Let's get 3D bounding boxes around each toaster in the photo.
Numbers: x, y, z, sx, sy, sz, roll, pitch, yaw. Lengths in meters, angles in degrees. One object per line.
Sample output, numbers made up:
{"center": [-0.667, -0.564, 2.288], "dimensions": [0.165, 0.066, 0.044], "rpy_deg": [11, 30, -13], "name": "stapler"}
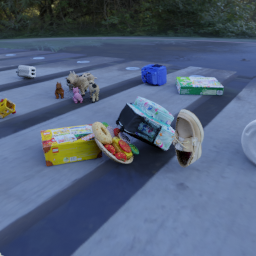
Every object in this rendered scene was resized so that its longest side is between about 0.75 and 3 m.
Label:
{"center": [-6.655, -3.705, 18.404], "dimensions": [0.894, 0.786, 1.384], "rpy_deg": [4, 8, 3], "name": "toaster"}

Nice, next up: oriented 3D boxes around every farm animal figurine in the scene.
{"center": [-2.445, -2.304, 14.502], "dimensions": [2.612, 1.362, 2.584], "rpy_deg": [6, 24, 15], "name": "farm animal figurine"}

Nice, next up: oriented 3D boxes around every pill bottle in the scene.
{"center": [4.820, 0.202, 8.449], "dimensions": [2.644, 1.472, 1.472], "rpy_deg": [-14, 27, -31], "name": "pill bottle"}

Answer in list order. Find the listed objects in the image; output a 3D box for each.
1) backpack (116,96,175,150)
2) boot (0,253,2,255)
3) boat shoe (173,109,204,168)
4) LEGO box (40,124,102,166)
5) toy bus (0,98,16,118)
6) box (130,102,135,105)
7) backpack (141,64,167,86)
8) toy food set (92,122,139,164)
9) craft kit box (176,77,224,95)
{"center": [0.711, -0.113, 8.934], "dimensions": [1.782, 1.341, 1.582], "rpy_deg": [33, 7, -24], "name": "backpack"}
{"center": [-1.844, 2.441, 4.364], "dimensions": [1.540, 0.561, 1.197], "rpy_deg": [-13, 26, -19], "name": "boot"}
{"center": [1.515, 0.368, 7.294], "dimensions": [0.703, 1.906, 0.659], "rpy_deg": [28, 60, 39], "name": "boat shoe"}
{"center": [-1.784, 0.491, 8.788], "dimensions": [1.720, 0.664, 1.281], "rpy_deg": [-8, 24, -19], "name": "LEGO box"}
{"center": [-5.284, -0.715, 11.682], "dimensions": [1.100, 1.166, 0.603], "rpy_deg": [0, 52, -18], "name": "toy bus"}
{"center": [0.445, -0.554, 11.191], "dimensions": [0.522, 0.724, 0.976], "rpy_deg": [-6, 23, -12], "name": "box"}
{"center": [1.449, -3.250, 16.976], "dimensions": [1.240, 1.200, 1.477], "rpy_deg": [-22, 32, -37], "name": "backpack"}
{"center": [-0.386, 0.417, 8.367], "dimensions": [1.540, 0.375, 1.524], "rpy_deg": [49, 21, 14], "name": "toy food set"}
{"center": [3.973, -2.403, 15.877], "dimensions": [2.320, 0.563, 2.292], "rpy_deg": [2, 20, 3], "name": "craft kit box"}
